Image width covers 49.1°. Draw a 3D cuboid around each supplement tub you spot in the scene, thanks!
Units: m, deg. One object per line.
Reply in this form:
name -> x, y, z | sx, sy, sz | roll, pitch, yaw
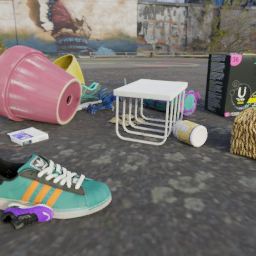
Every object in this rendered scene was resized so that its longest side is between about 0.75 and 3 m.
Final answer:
supplement tub -> 1.984, 0.154, 9.031 | 0.691, 0.691, 0.951 | -11, 21, -30

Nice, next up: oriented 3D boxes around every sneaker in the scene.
sneaker -> -1.618, 1.089, 5.585 | 2.570, 1.027, 0.917 | 2, 18, 5
sneaker -> -2.411, -1.506, 13.186 | 2.865, 1.307, 1.112 | -16, 23, -39
sneaker -> -1.845, 1.647, 5.082 | 0.969, 0.337, 0.482 | -1, 23, 10

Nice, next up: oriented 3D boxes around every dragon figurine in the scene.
dragon figurine -> -0.896, -1.371, 12.478 | 1.080, 2.172, 0.639 | 21, 26, -52

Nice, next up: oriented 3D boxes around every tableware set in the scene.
tableware set -> -0.045, -0.307, 11.342 | 1.229, 0.171, 1.472 | -13, 21, -36

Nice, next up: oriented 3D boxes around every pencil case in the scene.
pencil case -> 1.824, -1.370, 12.961 | 1.275, 1.174, 2.759 | -37, 35, -26

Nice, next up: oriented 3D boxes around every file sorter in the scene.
file sorter -> 0.877, -0.698, 10.008 | 1.876, 1.683, 2.703 | 9, 20, 20

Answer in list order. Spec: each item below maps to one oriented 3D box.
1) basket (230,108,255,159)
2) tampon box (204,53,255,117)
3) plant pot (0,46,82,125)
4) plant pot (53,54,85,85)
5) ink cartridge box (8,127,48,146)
basket -> 4.043, 0.107, 8.206 | 1.814, 1.295, 1.351 | -17, 23, -41
tampon box -> 4.778, -2.005, 12.579 | 1.958, 2.612, 1.649 | -6, 19, -18
plant pot -> -3.415, -1.442, 11.024 | 2.636, 2.945, 2.945 | 21, 23, 13
plant pot -> -3.154, -2.223, 14.066 | 2.450, 1.739, 2.450 | -24, 38, 21
ink cartridge box -> -3.378, 0.275, 9.439 | 0.974, 0.211, 0.965 | 18, 25, 39
